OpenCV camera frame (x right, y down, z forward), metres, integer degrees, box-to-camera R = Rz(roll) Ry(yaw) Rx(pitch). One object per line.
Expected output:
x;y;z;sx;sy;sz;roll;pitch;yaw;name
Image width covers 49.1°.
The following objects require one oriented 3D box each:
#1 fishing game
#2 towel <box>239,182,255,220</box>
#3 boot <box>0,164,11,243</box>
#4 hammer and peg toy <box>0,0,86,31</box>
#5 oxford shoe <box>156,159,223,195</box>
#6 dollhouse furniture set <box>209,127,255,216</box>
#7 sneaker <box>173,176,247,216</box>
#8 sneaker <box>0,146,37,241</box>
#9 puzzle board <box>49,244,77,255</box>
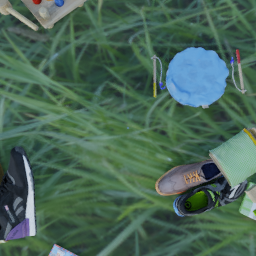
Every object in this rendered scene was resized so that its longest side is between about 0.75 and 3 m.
2.049;-1.483;8.337;2.635;0.410;1.887;-5;78;6;fishing game
3.773;2.153;7.665;1.263;0.194;0.942;25;77;7;towel
-4.096;2.056;7.320;1.827;0.851;2.362;-20;73;-5;boot
-2.633;-3.897;8.616;2.408;0.849;1.771;-40;82;-8;hammer and peg toy
1.695;1.268;7.545;1.996;0.728;0.712;-22;79;-5;oxford shoe
2.696;0.876;5.707;1.150;0.881;1.755;-32;80;-6;dollhouse furniture set
2.229;1.812;7.357;2.093;0.867;0.742;-21;80;-4;sneaker
-2.321;1.370;5.501;0.886;0.766;2.023;-7;110;-27;sneaker
-1.651;3.693;7.350;1.098;0.096;0.827;25;79;5;puzzle board
